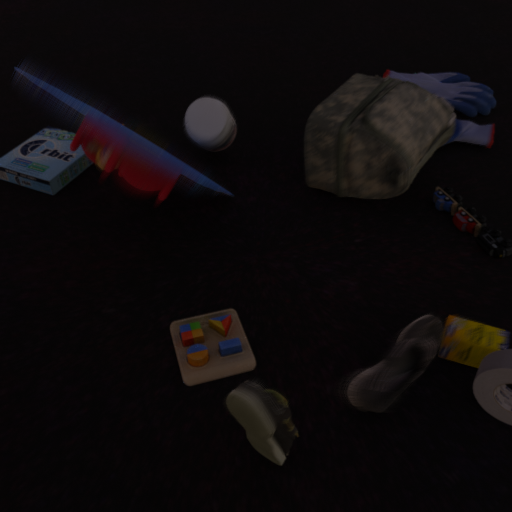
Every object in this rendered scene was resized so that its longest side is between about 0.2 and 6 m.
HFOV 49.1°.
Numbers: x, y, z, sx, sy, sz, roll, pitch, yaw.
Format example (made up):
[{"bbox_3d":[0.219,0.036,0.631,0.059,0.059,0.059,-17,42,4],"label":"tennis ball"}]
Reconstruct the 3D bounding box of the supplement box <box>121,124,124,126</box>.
[{"bbox_3d":[-3.475,-2.917,13.196,0.683,0.293,0.377,7,43,8],"label":"supplement box"}]

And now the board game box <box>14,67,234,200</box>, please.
[{"bbox_3d":[-2.318,-1.732,10.090,3.538,0.872,4.479,33,7,6],"label":"board game box"}]

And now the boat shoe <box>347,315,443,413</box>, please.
[{"bbox_3d":[2.128,1.554,7.932,1.903,0.636,0.542,-37,20,-21],"label":"boat shoe"}]

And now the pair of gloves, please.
[{"bbox_3d":[4.381,-3.593,13.836,2.999,0.425,3.731,12,47,11],"label":"pair of gloves"}]

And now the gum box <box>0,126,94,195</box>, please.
[{"bbox_3d":[-4.499,-2.122,12.255,1.527,0.400,1.797,17,45,17],"label":"gum box"}]

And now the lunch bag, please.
[{"bbox_3d":[2.554,-2.393,11.393,2.275,1.890,2.712,22,46,26],"label":"lunch bag"}]

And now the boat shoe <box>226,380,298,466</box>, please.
[{"bbox_3d":[0.120,1.929,6.787,0.633,1.776,0.535,24,60,30],"label":"boat shoe"}]

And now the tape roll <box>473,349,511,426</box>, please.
[{"bbox_3d":[3.513,1.784,7.447,1.143,1.143,0.378,23,48,23],"label":"tape roll"}]

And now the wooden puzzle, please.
[{"bbox_3d":[-0.687,1.325,8.591,1.113,0.278,1.201,-11,44,-13],"label":"wooden puzzle"}]

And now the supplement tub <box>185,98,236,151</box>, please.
[{"bbox_3d":[-0.979,-2.830,12.111,0.978,0.978,1.393,4,3,4],"label":"supplement tub"}]

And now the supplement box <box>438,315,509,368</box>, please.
[{"bbox_3d":[3.263,1.324,8.407,0.890,0.488,0.485,15,39,16],"label":"supplement box"}]

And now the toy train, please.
[{"bbox_3d":[4.046,-0.669,10.738,0.482,0.359,2.105,-24,47,-8],"label":"toy train"}]
